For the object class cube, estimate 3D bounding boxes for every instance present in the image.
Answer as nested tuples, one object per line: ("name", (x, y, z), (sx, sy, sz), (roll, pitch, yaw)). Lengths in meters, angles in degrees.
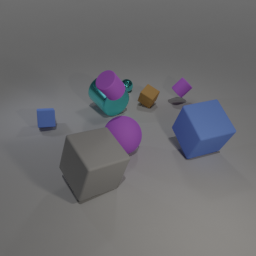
("cube", (0.988, -1.523, 13.433), (0.700, 0.700, 0.700), (34, 58, 10))
("cube", (2.604, 0.044, 9.857), (1.400, 1.400, 1.400), (-12, 61, -17))
("cube", (-1.027, 1.029, 8.290), (1.400, 1.400, 1.400), (-12, 48, -36))
("cube", (-3.433, -0.436, 11.719), (0.700, 0.700, 0.700), (-4, 12, -18))

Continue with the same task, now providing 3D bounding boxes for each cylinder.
("cylinder", (2.580, -1.929, 13.378), (0.700, 0.700, 0.700), (41, 19, -17))
("cylinder", (-0.891, -1.490, 12.866), (1.400, 1.400, 1.400), (-19, 44, -29))
("cylinder", (-0.539, -1.319, 8.720), (0.700, 0.700, 0.700), (-12, 62, 23))

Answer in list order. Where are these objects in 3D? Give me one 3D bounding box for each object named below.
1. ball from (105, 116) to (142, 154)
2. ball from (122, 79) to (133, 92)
("ball", (-0.199, 0.256, 10.117), (1.400, 1.400, 1.400), (0, 31, 0))
("ball", (-0.077, -2.283, 15.077), (0.700, 0.700, 0.700), (0, 31, 0))
